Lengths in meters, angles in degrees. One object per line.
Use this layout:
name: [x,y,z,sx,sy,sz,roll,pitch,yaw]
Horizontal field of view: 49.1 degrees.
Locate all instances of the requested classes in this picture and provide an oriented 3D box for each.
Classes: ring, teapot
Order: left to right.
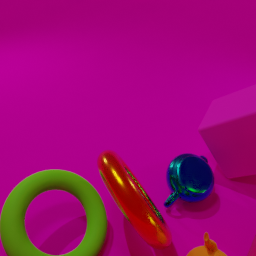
ring: [-1.052,1.392,4.208,1.612,0.322,1.612,18,53,-24]
ring: [0.091,1.042,4.216,0.335,1.674,1.674,-35,41,-2]
teapot: [1.127,0.919,5.206,0.901,0.710,1.450,43,61,7]
teapot: [0.999,1.861,3.551,0.710,1.143,0.559,4,-3,33]

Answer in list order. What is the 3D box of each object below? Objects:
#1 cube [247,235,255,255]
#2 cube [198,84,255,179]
cube: [2.300,1.527,3.265,1.388,1.388,1.388,25,66,25]
cube: [2.375,0.041,5.539,1.271,1.271,1.271,-21,19,40]
